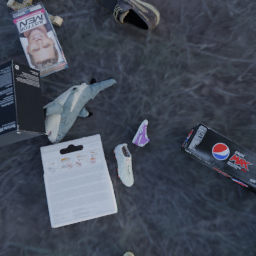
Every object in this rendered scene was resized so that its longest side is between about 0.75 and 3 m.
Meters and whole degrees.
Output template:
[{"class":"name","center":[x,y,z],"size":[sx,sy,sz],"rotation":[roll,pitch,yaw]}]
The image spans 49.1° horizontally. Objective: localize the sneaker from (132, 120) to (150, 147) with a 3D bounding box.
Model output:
[{"class":"sneaker","center":[0.529,0.186,8.797],"size":[0.475,0.302,0.832],"rotation":[26,92,13]}]

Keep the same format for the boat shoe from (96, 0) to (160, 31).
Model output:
[{"class":"boat shoe","center":[-0.076,-3.886,9.178],"size":[2.265,0.844,0.830],"rotation":[24,55,7]}]

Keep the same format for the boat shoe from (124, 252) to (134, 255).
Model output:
[{"class":"boat shoe","center":[-0.146,4.153,8.015],"size":[0.422,0.364,1.157],"rotation":[27,80,5]}]

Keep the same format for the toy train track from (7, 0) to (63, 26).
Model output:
[{"class":"toy train track","center":[-3.232,-4.018,9.602],"size":[2.015,0.328,1.156],"rotation":[22,80,3]}]

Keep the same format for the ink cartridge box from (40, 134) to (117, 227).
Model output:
[{"class":"ink cartridge box","center":[-1.499,1.569,8.456],"size":[1.912,0.595,2.376],"rotation":[-13,75,-2]}]

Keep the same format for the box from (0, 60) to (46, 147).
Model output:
[{"class":"box","center":[-3.794,-0.490,8.009],"size":[2.731,1.077,1.928],"rotation":[-14,76,25]}]

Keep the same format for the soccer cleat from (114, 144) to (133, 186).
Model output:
[{"class":"soccer cleat","center":[-0.079,1.103,8.442],"size":[0.449,0.503,1.296],"rotation":[0,66,-44]}]

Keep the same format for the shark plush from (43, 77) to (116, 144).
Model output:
[{"class":"shark plush","center":[-1.592,-0.730,8.930],"size":[2.726,1.239,1.135],"rotation":[-42,107,-22]}]

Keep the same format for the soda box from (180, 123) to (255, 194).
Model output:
[{"class":"soda box","center":[3.046,0.972,8.290],"size":[2.853,1.010,0.904],"rotation":[30,83,5]}]

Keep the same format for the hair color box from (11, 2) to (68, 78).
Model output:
[{"class":"hair color box","center":[-2.886,-2.863,9.168],"size":[1.097,0.664,2.194],"rotation":[-22,82,-2]}]
